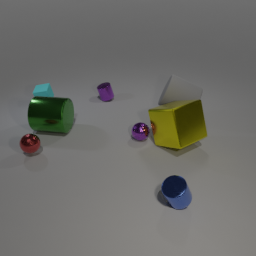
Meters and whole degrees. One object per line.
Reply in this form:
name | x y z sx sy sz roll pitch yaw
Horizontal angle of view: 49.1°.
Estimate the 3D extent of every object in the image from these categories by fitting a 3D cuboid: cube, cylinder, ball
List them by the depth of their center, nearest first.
cylinder | 1.342 1.763 7.684 0.700 0.700 0.700 -15 45 16
ball | -3.432 0.542 9.818 0.700 0.700 0.700 0 30 0
cube | 1.795 -0.174 10.154 1.400 1.400 1.400 -20 13 -30
ball | 0.481 0.129 10.745 0.700 0.700 0.700 0 30 0
cylinder | -3.032 -0.538 11.167 1.400 1.400 1.400 4 30 7
cylinder | 2.181 -1.324 11.775 1.400 1.400 1.400 25 32 -1
cube | -4.065 -1.645 13.509 0.700 0.700 0.700 -9 39 5
cylinder | -1.112 -1.806 13.918 0.700 0.700 0.700 -14 31 9
